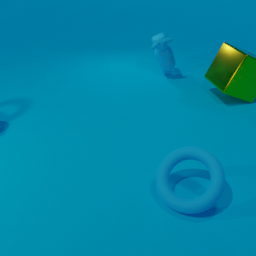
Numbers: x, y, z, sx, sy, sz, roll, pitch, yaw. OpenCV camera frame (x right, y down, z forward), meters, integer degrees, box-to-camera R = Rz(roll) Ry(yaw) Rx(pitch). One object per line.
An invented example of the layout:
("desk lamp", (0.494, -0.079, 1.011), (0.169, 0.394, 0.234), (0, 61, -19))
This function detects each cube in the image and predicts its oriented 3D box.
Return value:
("cube", (3.784, -1.912, 9.635), (1.382, 1.382, 1.382), (13, 29, -25))

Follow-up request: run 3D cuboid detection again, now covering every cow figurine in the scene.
("cow figurine", (1.416, -2.906, 10.908), (0.822, 1.497, 1.473), (-22, 10, 8))

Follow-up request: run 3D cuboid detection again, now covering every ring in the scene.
("ring", (1.314, 1.086, 6.026), (1.483, 0.297, 1.483), (-11, 58, 19))
